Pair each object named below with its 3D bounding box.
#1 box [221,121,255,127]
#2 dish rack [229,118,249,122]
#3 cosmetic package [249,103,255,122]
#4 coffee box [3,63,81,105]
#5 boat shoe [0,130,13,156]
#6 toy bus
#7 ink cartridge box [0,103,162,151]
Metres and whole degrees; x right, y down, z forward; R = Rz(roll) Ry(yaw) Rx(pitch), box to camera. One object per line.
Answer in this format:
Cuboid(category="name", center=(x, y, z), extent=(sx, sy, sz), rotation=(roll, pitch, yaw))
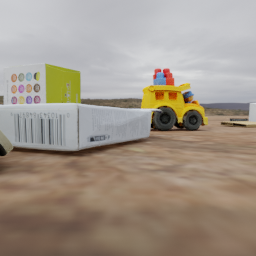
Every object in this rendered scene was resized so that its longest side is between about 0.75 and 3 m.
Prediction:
Cuboid(category="box", center=(3.801, -0.124, 9.021), extent=(1.233, 0.131, 1.008), rotation=(-1, 5, -29))
Cuboid(category="dish rack", center=(4.179, -0.229, 10.263), extent=(0.681, 0.242, 0.888), rotation=(-1, 3, 1))
Cuboid(category="cosmetic package", center=(5.019, -0.494, 9.548), extent=(1.184, 0.728, 1.181), rotation=(-1, 8, -15))
Cuboid(category="coffee box", center=(-3.524, -1.355, 11.810), extent=(2.272, 2.294, 2.298), rotation=(1, 3, 26))
Cuboid(category="boat shoe", center=(-2.001, -0.052, 2.408), extent=(2.544, 0.931, 0.797), rotation=(14, 51, 29))
Cuboid(category="toy bus", center=(1.138, -0.730, 7.156), extent=(1.659, 1.593, 1.126), rotation=(1, 1, -8))
Cuboid(category="ink cartridge box", center=(-1.059, -0.070, 4.398), extent=(2.594, 0.528, 2.599), rotation=(2, 3, 27))
